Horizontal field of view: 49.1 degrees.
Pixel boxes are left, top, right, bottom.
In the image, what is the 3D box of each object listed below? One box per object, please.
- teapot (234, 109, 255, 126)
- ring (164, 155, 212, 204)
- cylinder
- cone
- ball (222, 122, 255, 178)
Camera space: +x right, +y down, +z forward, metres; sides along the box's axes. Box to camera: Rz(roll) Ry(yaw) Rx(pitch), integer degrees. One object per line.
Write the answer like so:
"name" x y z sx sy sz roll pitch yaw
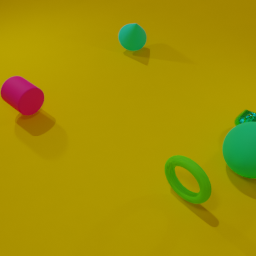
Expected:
"teapot" 3.595 -0.178 7.939 0.987 0.777 1.587 33 18 36
"ring" 1.335 1.174 6.371 0.250 1.250 1.250 -32 55 -31
"cylinder" -3.110 -0.957 8.277 0.899 0.899 0.899 32 55 25
"cone" 0.238 -3.610 10.400 1.120 1.124 1.120 1 83 -6
"ball" 3.075 0.542 6.945 1.392 1.392 1.392 0 48 0
